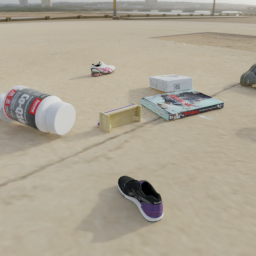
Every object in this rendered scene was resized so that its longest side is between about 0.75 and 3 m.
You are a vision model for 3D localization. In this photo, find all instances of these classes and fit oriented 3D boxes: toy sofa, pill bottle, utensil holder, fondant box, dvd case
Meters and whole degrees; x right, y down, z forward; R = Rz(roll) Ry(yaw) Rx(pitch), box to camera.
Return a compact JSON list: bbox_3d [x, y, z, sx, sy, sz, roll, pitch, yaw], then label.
[{"bbox_3d":[-0.340,-0.473,10.654,1.672,0.692,0.816,-20,33,-34],"label":"toy sofa"},{"bbox_3d":[-3.164,-0.626,10.035,2.353,1.340,1.340,18,31,23],"label":"pill bottle"},{"bbox_3d":[-4.779,-0.789,11.099,0.887,0.887,1.044,-18,34,-32],"label":"utensil holder"},{"bbox_3d":[2.114,-2.289,14.091,1.439,0.581,1.995,-9,19,-18],"label":"fondant box"},{"bbox_3d":[2.360,-1.099,12.328,2.979,0.328,2.174,-14,30,-24],"label":"dvd case"}]

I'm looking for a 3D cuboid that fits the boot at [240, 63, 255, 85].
[{"bbox_3d":[7.553,-2.560,14.559,2.657,0.964,2.416,16,44,43],"label":"boot"}]

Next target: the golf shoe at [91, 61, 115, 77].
[{"bbox_3d":[-1.469,-3.633,16.908,1.743,0.802,0.633,-21,33,-38],"label":"golf shoe"}]

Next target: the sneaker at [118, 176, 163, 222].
[{"bbox_3d":[0.312,1.453,6.744,0.615,0.711,1.623,-17,31,-30],"label":"sneaker"}]
